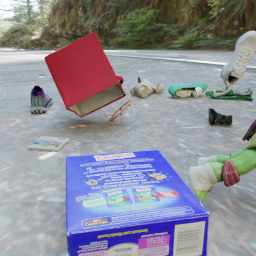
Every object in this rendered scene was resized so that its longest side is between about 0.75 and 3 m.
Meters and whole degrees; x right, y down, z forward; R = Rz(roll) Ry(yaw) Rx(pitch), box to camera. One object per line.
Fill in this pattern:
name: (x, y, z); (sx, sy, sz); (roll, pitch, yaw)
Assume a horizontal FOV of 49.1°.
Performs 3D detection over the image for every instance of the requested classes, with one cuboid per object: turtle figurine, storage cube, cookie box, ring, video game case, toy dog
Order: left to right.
video game case: (-2.176, 0.431, 7.708); (0.872, 0.096, 0.794); (4, 19, 10)
storage cube: (-1.319, -1.659, 9.255); (2.058, 1.850, 1.759); (-27, -9, 3)
ring: (-0.240, -0.542, 9.149); (1.041, 0.100, 1.041); (-43, 12, 12)
cookie box: (-0.037, 1.158, 4.494); (1.851, 0.813, 2.164); (-4, 20, -11)
toy dog: (0.955, -2.102, 13.704); (1.286, 0.939, 1.950); (10, 22, 27)
turtle figurine: (2.466, 0.886, 4.744); (2.402, 2.478, 1.783); (-20, 31, 26)

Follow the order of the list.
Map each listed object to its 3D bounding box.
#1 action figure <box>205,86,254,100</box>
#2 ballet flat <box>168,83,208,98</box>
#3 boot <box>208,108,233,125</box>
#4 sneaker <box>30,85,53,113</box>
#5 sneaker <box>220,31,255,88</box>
action figure: (4.653, -1.635, 13.063); (2.057, 0.562, 1.215); (-1, 22, 7)
ballet flat: (2.908, -1.693, 13.207); (2.032, 0.684, 0.715); (-5, 44, -12)
boot: (3.160, -0.393, 9.602); (0.757, 0.381, 1.013); (-3, 29, 13)
sneaker: (-3.525, -1.330, 11.426); (0.832, 0.978, 2.236); (-4, 20, -12)
sneaker: (3.299, -1.918, 8.091); (0.637, 1.701, 0.847); (14, 42, -4)
